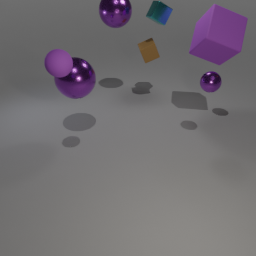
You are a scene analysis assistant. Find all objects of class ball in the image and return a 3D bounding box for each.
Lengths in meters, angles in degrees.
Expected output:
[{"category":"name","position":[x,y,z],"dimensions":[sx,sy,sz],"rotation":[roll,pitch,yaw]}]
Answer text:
[{"category":"ball","position":[-0.529,-4.944,11.781],"dimensions":[1.400,1.400,1.400],"rotation":[0,31,0]},{"category":"ball","position":[-1.796,-1.693,9.538],"dimensions":[1.400,1.400,1.400],"rotation":[0,31,0]},{"category":"ball","position":[-1.749,-1.632,7.067],"dimensions":[0.700,0.700,0.700],"rotation":[0,31,0]},{"category":"ball","position":[2.744,-1.526,9.297],"dimensions":[0.700,0.700,0.700],"rotation":[0,31,0]}]

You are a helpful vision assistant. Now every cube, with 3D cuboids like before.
[{"category":"cube","position":[1.274,-4.712,11.472],"dimensions":[0.700,0.700,0.700],"rotation":[21,17,-25]},{"category":"cube","position":[0.910,-3.419,12.353],"dimensions":[0.700,0.700,0.700],"rotation":[-22,39,9]},{"category":"cube","position":[3.321,-3.408,10.422],"dimensions":[1.400,1.400,1.400],"rotation":[18,-11,-10]}]
